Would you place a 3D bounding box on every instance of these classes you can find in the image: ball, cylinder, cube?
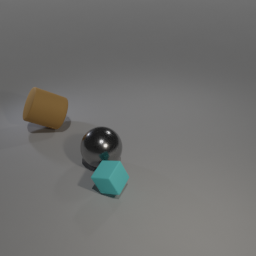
[{"bbox_3d":[-0.885,0.647,9.353,1.400,1.400,1.400,0,29,0],"label":"ball"},{"bbox_3d":[-3.362,-0.784,11.409,1.400,1.400,1.400,18,19,-31],"label":"cylinder"},{"bbox_3d":[-0.511,1.441,8.187,0.700,0.700,0.700,-3,37,35],"label":"cube"}]
